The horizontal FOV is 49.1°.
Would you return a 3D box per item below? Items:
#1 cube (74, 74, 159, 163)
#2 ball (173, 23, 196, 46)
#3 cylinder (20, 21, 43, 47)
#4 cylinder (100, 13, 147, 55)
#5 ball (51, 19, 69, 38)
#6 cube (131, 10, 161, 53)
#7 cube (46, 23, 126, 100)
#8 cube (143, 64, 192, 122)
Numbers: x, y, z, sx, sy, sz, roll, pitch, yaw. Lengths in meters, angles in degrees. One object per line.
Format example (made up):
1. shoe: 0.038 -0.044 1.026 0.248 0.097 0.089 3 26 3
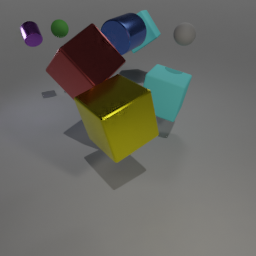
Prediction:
1. cube: -0.265 -0.283 7.033 1.400 1.400 1.400 -32 41 -20
2. ball: 1.791 -2.961 8.857 0.700 0.700 0.700 0 32 0
3. cylinder: -3.787 -3.684 10.994 0.700 0.700 0.700 -16 65 -23
4. cylinder: -0.170 -3.781 11.272 1.400 1.400 1.400 18 37 26
5. ball: -2.734 -3.978 11.215 0.700 0.700 0.700 0 32 0
6. cube: 0.580 -4.702 13.632 1.400 1.400 1.400 -29 15 24
7. cube: -1.215 -1.775 7.978 1.400 1.400 1.400 -51 14 -31
8. cube: 1.340 -1.301 10.178 1.400 1.400 1.400 21 33 12
